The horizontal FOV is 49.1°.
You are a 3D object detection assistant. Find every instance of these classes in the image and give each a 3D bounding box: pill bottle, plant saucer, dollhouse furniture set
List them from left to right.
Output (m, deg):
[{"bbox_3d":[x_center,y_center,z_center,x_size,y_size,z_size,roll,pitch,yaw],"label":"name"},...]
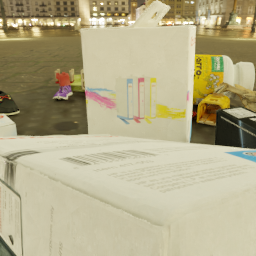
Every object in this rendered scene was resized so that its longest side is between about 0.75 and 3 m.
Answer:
[{"bbox_3d":[-1.839,-1.927,12.009,2.283,0.355,2.283,0,22,0],"label":"plant saucer"},{"bbox_3d":[-1.506,-1.572,10.251,2.431,0.989,1.308,0,21,1],"label":"dollhouse furniture set"},{"bbox_3d":[2.502,-1.597,9.369,2.958,1.668,1.668,4,22,8],"label":"pill bottle"}]

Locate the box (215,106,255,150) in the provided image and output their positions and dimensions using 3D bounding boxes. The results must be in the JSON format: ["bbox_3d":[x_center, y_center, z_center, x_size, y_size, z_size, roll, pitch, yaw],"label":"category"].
[{"bbox_3d":[1.761,0.728,3.537,0.428,1.574,1.965,-8,21,-11],"label":"box"}]

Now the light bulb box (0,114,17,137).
[{"bbox_3d":[-2.572,0.436,5.031,1.078,1.088,0.679,-17,27,-35],"label":"light bulb box"}]

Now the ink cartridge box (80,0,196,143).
[{"bbox_3d":[0.335,-0.857,5.556,1.841,2.940,1.890,3,19,15],"label":"ink cartridge box"}]

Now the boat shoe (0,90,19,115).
[{"bbox_3d":[-4.020,-0.818,8.970,0.650,0.557,1.777,-15,28,-37],"label":"boat shoe"}]

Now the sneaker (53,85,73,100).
[{"bbox_3d":[-2.433,-1.366,10.341,0.518,0.536,1.286,1,22,4],"label":"sneaker"}]

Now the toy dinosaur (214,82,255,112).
[{"bbox_3d":[3.693,-0.868,8.230,2.556,0.744,1.292,11,35,-36],"label":"toy dinosaur"}]

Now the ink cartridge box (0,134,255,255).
[{"bbox_3d":[-0.021,0.749,2.630,2.148,1.259,2.933,-1,2,-40],"label":"ink cartridge box"}]

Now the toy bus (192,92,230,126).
[{"bbox_3d":[2.548,-0.623,8.083,1.486,0.814,1.575,-6,23,-16],"label":"toy bus"}]
